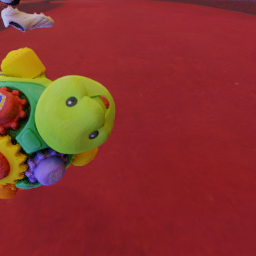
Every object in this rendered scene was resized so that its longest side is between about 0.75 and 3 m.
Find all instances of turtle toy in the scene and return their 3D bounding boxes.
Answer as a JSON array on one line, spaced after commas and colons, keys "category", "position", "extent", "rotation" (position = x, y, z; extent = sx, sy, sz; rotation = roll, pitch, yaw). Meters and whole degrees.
[{"category": "turtle toy", "position": [-0.919, 0.022, 2.626], "extent": [1.851, 1.349, 0.935], "rotation": [-22, 24, 23]}]

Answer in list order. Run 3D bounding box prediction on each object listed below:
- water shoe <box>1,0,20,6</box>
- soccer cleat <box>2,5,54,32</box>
[{"category": "water shoe", "position": [-2.163, -3.459, 5.849], "extent": [0.671, 1.878, 0.741], "rotation": [36, 3, -11]}, {"category": "soccer cleat", "position": [-2.625, -2.797, 7.445], "extent": [1.420, 0.551, 0.492], "rotation": [-5, -1, -44]}]
